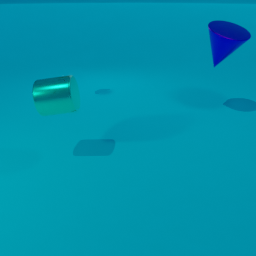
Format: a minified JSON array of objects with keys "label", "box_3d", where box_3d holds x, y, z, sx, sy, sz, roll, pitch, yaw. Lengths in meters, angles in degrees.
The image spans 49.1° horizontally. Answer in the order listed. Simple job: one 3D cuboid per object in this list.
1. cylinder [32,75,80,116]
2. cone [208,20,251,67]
[{"label":"cylinder","box_3d":[-1.602,-0.732,6.373,0.841,0.841,0.841,-7,26,5]},{"label":"cone","box_3d":[2.943,-2.472,8.823,1.305,1.310,1.305,6,44,-6]}]
